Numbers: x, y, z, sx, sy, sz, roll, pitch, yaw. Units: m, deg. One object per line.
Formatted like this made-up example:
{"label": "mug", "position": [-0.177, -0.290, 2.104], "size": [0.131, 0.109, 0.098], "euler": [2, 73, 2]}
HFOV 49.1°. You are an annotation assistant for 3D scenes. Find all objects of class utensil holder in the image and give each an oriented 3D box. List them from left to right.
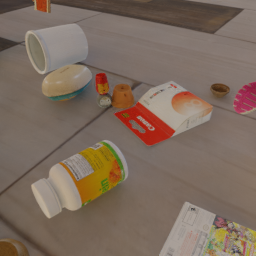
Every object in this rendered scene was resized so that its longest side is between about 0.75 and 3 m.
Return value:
{"label": "utensil holder", "position": [-3.382, -3.866, 13.496], "size": [2.343, 1.991, 1.991], "euler": [-26, 45, -32]}

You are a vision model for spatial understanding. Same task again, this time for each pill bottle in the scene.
{"label": "pill bottle", "position": [-1.256, 1.351, 7.424], "size": [2.312, 1.284, 1.284], "euler": [-27, 46, -29]}

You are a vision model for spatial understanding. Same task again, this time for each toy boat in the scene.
{"label": "toy boat", "position": [-1.999, -1.623, 11.367], "size": [2.911, 1.353, 2.447], "euler": [11, 35, 26]}

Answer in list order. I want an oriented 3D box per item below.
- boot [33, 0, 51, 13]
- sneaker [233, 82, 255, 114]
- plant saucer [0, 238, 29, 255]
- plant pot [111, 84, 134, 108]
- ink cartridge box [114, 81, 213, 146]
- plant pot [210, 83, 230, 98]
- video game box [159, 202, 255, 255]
{"label": "boot", "position": [-2.321, -3.539, 7.521], "size": [0.465, 0.325, 0.867], "euler": [-1, 81, -12]}
{"label": "sneaker", "position": [3.135, -0.845, 6.492], "size": [1.518, 0.670, 0.617], "euler": [-42, 56, 9]}
{"label": "plant saucer", "position": [-2.917, 3.024, 6.155], "size": [1.414, 0.250, 1.414], "euler": [0, 39, 0]}
{"label": "plant pot", "position": [-0.227, -1.332, 11.307], "size": [0.971, 0.680, 0.971], "euler": [-1, 39, 1]}
{"label": "ink cartridge box", "position": [1.264, -0.684, 10.473], "size": [2.927, 0.734, 2.374], "euler": [-20, 42, -27]}
{"label": "plant pot", "position": [3.858, -1.536, 11.811], "size": [0.801, 0.370, 0.801], "euler": [-1, 38, 0]}
{"label": "video game box", "position": [1.779, 2.828, 6.226], "size": [1.849, 0.475, 2.029], "euler": [18, 42, 25]}
